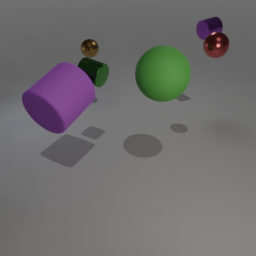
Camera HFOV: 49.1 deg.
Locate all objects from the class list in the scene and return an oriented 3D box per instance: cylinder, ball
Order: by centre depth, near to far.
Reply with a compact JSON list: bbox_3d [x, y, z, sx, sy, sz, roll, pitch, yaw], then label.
[{"bbox_3d":[0.879,-1.370,7.128,1.400,1.400,1.400,0,30,0],"label":"ball"},{"bbox_3d":[-1.824,-0.806,7.514,1.400,1.400,1.400,17,50,27],"label":"cylinder"},{"bbox_3d":[2.434,-2.289,7.735,0.700,0.700,0.700,0,30,0],"label":"ball"},{"bbox_3d":[-1.026,-1.625,8.160,0.700,0.700,0.700,24,36,19],"label":"cylinder"},{"bbox_3d":[3.040,-3.729,10.470,0.700,0.700,0.700,-21,35,-18],"label":"cylinder"},{"bbox_3d":[-1.484,-3.095,10.878,0.700,0.700,0.700,0,30,0],"label":"ball"}]
